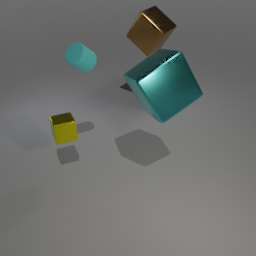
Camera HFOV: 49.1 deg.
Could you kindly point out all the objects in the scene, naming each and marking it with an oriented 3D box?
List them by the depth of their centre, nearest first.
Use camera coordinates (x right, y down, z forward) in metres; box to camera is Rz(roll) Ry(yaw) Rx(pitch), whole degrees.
[{"bbox_3d":[0.938,-1.212,7.813,1.400,1.400,1.400,-36,24,-2],"label":"cube"},{"bbox_3d":[-1.448,-2.182,8.675,0.700,0.700,0.700,20,0,29],"label":"cylinder"},{"bbox_3d":[-2.037,0.009,8.861,0.700,0.700,0.700,-14,33,-19],"label":"cube"},{"bbox_3d":[1.062,-4.414,12.740,1.400,1.400,1.400,44,47,3],"label":"cube"}]
